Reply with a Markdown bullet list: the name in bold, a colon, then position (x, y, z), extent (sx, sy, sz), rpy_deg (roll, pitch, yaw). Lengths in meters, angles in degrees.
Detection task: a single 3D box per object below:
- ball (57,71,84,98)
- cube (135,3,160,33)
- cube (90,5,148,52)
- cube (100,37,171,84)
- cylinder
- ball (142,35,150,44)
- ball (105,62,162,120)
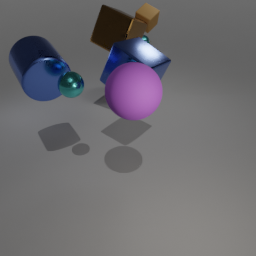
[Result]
- **ball**: position (-1.505, -1.143, 7.397), extent (0.700, 0.700, 0.700), rpy_deg (0, 32, 0)
- **cube**: position (0.748, -4.383, 11.172), extent (0.700, 0.700, 0.700), rpy_deg (35, 67, 13)
- **cube**: position (-0.338, -3.649, 10.681), extent (1.400, 1.400, 1.400), rpy_deg (32, 24, 16)
- **cube**: position (0.224, -1.818, 8.834), extent (1.400, 1.400, 1.400), rpy_deg (40, 40, 14)
- **cylinder**: position (-2.532, -1.713, 8.056), extent (1.400, 1.400, 1.400), rpy_deg (-18, 48, -26)
- **ball**: position (0.735, -4.319, 14.059), extent (0.700, 0.700, 0.700), rpy_deg (0, 32, 0)
- **ball**: position (0.134, -0.885, 6.817), extent (1.400, 1.400, 1.400), rpy_deg (0, 32, 0)
